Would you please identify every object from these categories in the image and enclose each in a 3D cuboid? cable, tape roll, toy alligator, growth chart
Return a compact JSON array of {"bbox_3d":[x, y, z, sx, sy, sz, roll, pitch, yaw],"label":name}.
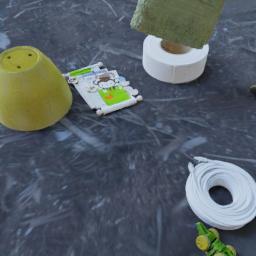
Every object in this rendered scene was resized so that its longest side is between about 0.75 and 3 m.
[{"bbox_3d":[2.462,1.740,7.406,1.872,0.648,1.873,9,51,5],"label":"cable"},{"bbox_3d":[1.871,-2.943,11.228,2.573,0.900,2.573,0,49,-1],"label":"tape roll"},{"bbox_3d":[2.210,3.033,6.408,0.645,0.467,1.945,-3,40,-47],"label":"toy alligator"},{"bbox_3d":[-0.953,-1.546,10.482,2.042,0.250,2.822,-29,56,-24],"label":"growth chart"}]

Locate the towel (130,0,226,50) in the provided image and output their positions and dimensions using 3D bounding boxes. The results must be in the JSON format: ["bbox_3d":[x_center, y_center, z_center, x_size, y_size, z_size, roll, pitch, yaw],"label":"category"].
[{"bbox_3d":[1.630,-3.646,8.430,2.975,2.207,0.543,3,33,-28],"label":"towel"}]

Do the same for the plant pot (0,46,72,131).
[{"bbox_3d":[-3.356,-1.524,9.346,2.700,1.916,2.700,0,50,0],"label":"plant pot"}]

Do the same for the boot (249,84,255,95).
[{"bbox_3d":[4.876,-0.976,9.844,1.332,0.516,0.921,22,58,19],"label":"boot"}]
